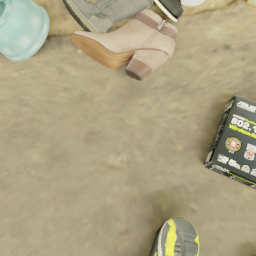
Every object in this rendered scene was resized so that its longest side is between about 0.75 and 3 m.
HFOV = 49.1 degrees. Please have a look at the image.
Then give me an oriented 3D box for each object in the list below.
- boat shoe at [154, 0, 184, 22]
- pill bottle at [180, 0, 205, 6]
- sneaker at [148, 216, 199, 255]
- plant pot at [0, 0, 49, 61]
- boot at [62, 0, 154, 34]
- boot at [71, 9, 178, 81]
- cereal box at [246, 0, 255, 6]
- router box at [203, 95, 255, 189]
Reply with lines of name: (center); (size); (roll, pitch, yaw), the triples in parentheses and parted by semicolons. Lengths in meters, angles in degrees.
boat shoe: (0.867, -4.171, 7.768); (0.832, 0.972, 2.656); (-32, 73, 29)
pill bottle: (1.808, -4.367, 7.878); (0.903, 0.903, 1.609); (-2, 92, -1)
sneaker: (0.801, 3.225, 5.599); (1.024, 1.164, 2.750); (18, 68, 0)
plant pot: (-2.953, -2.649, 6.993); (1.620, 1.086, 1.620); (-7, 74, 23)
boot: (-0.598, -3.630, 7.879); (2.072, 0.752, 1.884); (-41, 92, -4)
boot: (0.013, -2.439, 7.490); (2.506, 0.880, 1.832); (31, 75, 2)
cereal box: (4.679, -3.712, 7.378); (2.438, 1.754, 0.482); (19, 73, 6)
router box: (3.274, 0.530, 6.644); (2.412, 0.749, 1.808); (23, 75, 7)
